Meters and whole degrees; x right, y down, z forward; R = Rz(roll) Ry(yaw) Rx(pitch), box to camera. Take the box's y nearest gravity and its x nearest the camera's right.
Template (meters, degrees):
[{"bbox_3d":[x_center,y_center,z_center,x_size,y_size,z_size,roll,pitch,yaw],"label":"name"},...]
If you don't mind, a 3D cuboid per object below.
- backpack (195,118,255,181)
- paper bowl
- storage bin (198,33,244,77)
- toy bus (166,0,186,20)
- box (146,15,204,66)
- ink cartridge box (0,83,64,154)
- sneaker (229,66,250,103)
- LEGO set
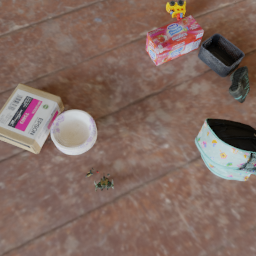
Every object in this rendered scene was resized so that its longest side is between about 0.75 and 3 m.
[{"bbox_3d":[3.514,0.690,9.793,2.314,1.774,2.034,17,31,-23],"label":"backpack"},{"bbox_3d":[-2.057,0.217,10.896,1.719,0.894,1.719,0,65,0],"label":"paper bowl"},{"bbox_3d":[4.135,-3.254,12.555,1.150,0.798,1.702,-38,70,-15],"label":"storage bin"},{"bbox_3d":[2.393,-5.755,13.857,0.936,0.635,0.898,-3,81,1],"label":"toy bus"},{"bbox_3d":[2.066,-3.943,12.653,2.336,1.164,1.115,-25,68,-11],"label":"box"},{"bbox_3d":[-3.974,-0.420,11.167,1.940,0.884,2.354,18,64,9],"label":"ink cartridge box"},{"bbox_3d":[4.840,-1.883,12.063,0.779,0.741,1.965,45,54,-22],"label":"sneaker"},{"bbox_3d":[-0.999,1.981,10.470,0.795,0.347,1.224,-33,57,-16],"label":"LEGO set"}]
